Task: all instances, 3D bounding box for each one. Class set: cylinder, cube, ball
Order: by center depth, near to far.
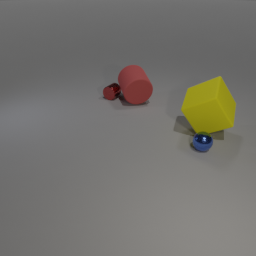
[{"bbox_3d":[2.621,0.469,9.816,0.700,0.700,0.700,0,28,0],"label":"ball"},{"bbox_3d":[3.026,-0.794,10.429,1.400,1.400,1.400,-19,32,38],"label":"cube"},{"bbox_3d":[0.331,-2.085,13.412,1.400,1.400,1.400,-7,41,-12],"label":"cylinder"},{"bbox_3d":[-0.799,-1.844,14.116,0.700,0.700,0.700,14,32,24],"label":"cylinder"}]
